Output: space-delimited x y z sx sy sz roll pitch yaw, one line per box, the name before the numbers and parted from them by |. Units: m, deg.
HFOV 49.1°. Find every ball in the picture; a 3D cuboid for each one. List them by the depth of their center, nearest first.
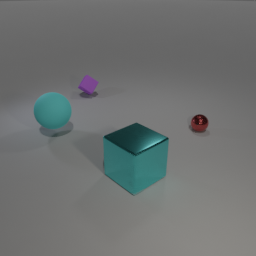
ball | -2.860 -0.653 10.665 1.400 1.400 1.400 0 28 0
ball | 2.864 -0.201 11.196 0.700 0.700 0.700 0 28 0

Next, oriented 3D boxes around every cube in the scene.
cube | 0.227 0.865 8.450 1.400 1.400 1.400 -23 35 -37
cube | -2.032 -2.194 14.279 0.700 0.700 0.700 31 -10 -18
